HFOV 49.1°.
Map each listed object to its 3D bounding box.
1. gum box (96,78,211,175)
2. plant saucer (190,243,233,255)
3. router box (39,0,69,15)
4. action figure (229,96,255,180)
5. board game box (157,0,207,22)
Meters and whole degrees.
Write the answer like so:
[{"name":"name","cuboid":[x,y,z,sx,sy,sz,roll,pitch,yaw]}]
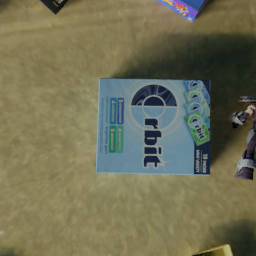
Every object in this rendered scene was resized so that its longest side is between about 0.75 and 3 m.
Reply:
[{"name":"gum box","cuboid":[0.641,-0.028,7.186,2.816,0.627,2.393,2,85,0]},{"name":"plant saucer","cuboid":[2.182,3.545,7.094,1.061,0.257,1.061,-15,85,-1]},{"name":"router box","cuboid":[-2.102,-4.507,6.651,2.141,0.711,2.724,-45,119,10]},{"name":"action figure","cuboid":[3.345,0.144,7.125,1.567,0.836,2.409,10,82,8]},{"name":"board game box","cuboid":[1.753,-4.517,7.563,1.794,0.597,2.668,33,86,3]}]
